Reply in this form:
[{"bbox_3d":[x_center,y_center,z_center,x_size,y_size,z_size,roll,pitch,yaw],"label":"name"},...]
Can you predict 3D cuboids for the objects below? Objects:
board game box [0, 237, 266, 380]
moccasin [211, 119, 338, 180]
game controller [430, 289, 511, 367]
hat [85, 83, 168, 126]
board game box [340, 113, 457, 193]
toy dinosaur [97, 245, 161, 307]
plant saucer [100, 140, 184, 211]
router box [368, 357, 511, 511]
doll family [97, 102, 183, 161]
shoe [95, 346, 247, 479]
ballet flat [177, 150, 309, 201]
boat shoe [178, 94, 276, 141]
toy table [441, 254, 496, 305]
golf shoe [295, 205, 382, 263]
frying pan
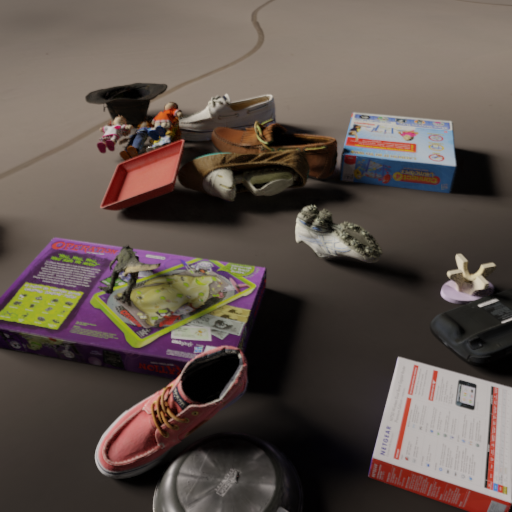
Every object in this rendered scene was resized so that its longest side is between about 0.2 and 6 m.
[{"bbox_3d":[-2.028,0.793,9.166,4.021,0.649,2.414,8,42,11],"label":"board game box"},{"bbox_3d":[0.392,-2.671,13.235,3.123,1.206,1.142,19,40,23],"label":"moccasin"},{"bbox_3d":[3.995,1.058,8.970,2.358,0.496,1.230,-15,25,-19],"label":"game controller"},{"bbox_3d":[-3.503,-4.104,15.425,2.343,0.945,2.343,-4,27,2],"label":"hat"},{"bbox_3d":[3.423,-2.557,13.504,2.535,0.708,2.482,9,38,11],"label":"board game box"},{"bbox_3d":[-2.012,0.285,8.696,0.447,0.829,1.882,29,-4,-28],"label":"toy dinosaur"},{"bbox_3d":[-2.364,-1.684,12.102,1.754,0.323,1.758,-17,37,16],"label":"plant saucer"},{"bbox_3d":[2.448,2.264,7.252,1.605,0.437,1.788,14,39,18],"label":"router box"},{"bbox_3d":[-2.729,-3.009,14.048,2.417,1.089,1.500,-7,42,22],"label":"doll family"},{"bbox_3d":[-1.046,1.891,6.948,2.189,0.996,0.782,-30,67,-18],"label":"shoe"},{"bbox_3d":[-0.227,-1.673,12.164,2.920,0.990,1.056,-5,46,-8],"label":"ballet flat"},{"bbox_3d":[-0.894,-3.785,14.873,2.979,1.040,1.056,-9,38,-11],"label":"boat shoe"},{"bbox_3d":[3.675,0.425,9.640,0.945,0.553,0.869,-17,40,-20],"label":"toy table"},{"bbox_3d":[1.478,-0.233,10.287,1.708,0.830,0.669,32,41,21],"label":"golf shoe"},{"bbox_3d":[-0.021,3.061,6.249,1.787,0.481,2.953,-22,39,-26],"label":"frying pan"}]
